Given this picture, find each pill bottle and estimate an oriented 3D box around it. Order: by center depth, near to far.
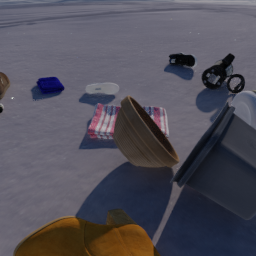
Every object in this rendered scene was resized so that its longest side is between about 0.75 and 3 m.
[{"bbox_3d":[5.112,-0.478,9.264,2.968,1.669,1.669,-5,31,-8],"label":"pill bottle"}]

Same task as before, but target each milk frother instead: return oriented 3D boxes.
[{"bbox_3d":[4.719,-2.450,13.364,1.762,1.590,1.657,52,44,0],"label":"milk frother"}]

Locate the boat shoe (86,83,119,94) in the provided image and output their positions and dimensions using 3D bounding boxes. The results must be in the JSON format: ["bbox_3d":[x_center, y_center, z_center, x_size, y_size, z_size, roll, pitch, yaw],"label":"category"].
[{"bbox_3d":[-1.151,-1.847,12.823,1.531,0.551,0.524,-6,30,9],"label":"boat shoe"}]

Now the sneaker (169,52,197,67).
[{"bbox_3d":[3.012,-3.829,16.041,1.125,0.735,2.011,-13,25,-15],"label":"sneaker"}]

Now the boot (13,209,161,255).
[{"bbox_3d":[-0.642,2.419,5.075,2.507,0.882,1.794,-10,28,-27],"label":"boot"}]

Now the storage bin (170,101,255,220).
[{"bbox_3d":[2.502,0.885,6.890,1.876,2.033,2.793,36,32,14],"label":"storage bin"}]

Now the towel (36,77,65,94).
[{"bbox_3d":[-3.699,-2.081,13.295,1.088,0.365,1.473,-14,33,-21],"label":"towel"}]

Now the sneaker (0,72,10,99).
[{"bbox_3d":[-6.062,-2.267,12.891,1.020,1.094,2.896,-10,32,-17],"label":"sneaker"}]

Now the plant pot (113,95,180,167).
[{"bbox_3d":[0.342,0.303,8.008,1.089,2.360,2.360,-38,30,12],"label":"plant pot"}]

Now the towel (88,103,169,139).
[{"bbox_3d":[0.059,-0.277,10.174,2.800,0.419,2.049,1,31,2],"label":"towel"}]

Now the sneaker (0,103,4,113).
[{"bbox_3d":[-5.396,-0.666,10.797,1.210,0.446,0.529,-14,27,-31],"label":"sneaker"}]
